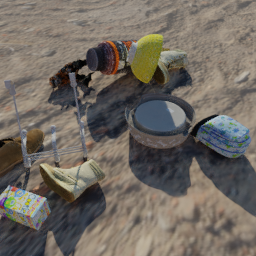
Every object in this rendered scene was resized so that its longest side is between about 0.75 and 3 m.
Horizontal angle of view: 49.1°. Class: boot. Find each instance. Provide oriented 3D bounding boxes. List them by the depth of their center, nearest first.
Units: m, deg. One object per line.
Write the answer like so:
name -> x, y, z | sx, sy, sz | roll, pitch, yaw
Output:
boot -> -1.768, 1.404, 8.764 | 1.843, 0.671, 1.432 | 24, 40, 38
boot -> -3.793, 0.624, 9.497 | 0.888, 0.910, 2.412 | 19, 43, 24
boot -> 2.115, -3.162, 13.966 | 2.049, 0.955, 2.649 | -8, 41, -13

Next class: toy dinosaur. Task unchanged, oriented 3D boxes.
toy dinosaur -> -2.634, -2.770, 13.369 | 1.724, 1.298, 2.541 | 7, 60, 33

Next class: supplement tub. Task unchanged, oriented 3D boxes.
supplement tub -> -0.475, -3.345, 13.292 | 2.935, 1.570, 1.570 | -16, 42, -35

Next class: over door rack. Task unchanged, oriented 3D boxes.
over door rack -> -2.559, -0.290, 9.242 | 2.147, 2.906, 0.968 | -10, 16, -10

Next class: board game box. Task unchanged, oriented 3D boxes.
board game box -> -2.914, 2.209, 7.794 | 1.259, 0.660, 0.649 | 13, 43, 17

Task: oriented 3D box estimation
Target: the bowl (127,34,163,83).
bowl -> 0.594, -3.050, 11.852 | 1.119, 2.079, 2.079 | 15, 40, -9

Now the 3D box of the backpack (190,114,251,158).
backpack -> 3.366, 0.265, 9.795 | 1.437, 1.354, 1.762 | -19, 58, -32

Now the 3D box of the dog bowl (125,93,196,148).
dog bowl -> 1.208, -0.285, 10.651 | 2.657, 0.779, 2.657 | 1, 41, -1

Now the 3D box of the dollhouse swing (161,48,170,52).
dollhouse swing -> 1.922, -4.073, 15.624 | 0.767, 0.674, 0.697 | 5, -1, 6
